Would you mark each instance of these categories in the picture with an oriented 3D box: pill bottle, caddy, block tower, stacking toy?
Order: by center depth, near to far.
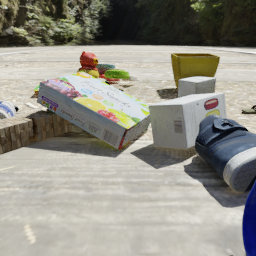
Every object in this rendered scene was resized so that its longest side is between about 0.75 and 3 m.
[{"bbox_3d":[2.125,0.883,3.021,1.204,2.293,1.621,13,16,-15],"label":"caddy"},{"bbox_3d":[-2.707,0.026,7.483,0.712,0.665,2.461,15,24,37],"label":"block tower"},{"bbox_3d":[-3.836,-0.377,8.417,0.779,0.779,1.404,-4,20,-10],"label":"pill bottle"},{"bbox_3d":[-0.972,-3.087,14.199,2.584,1.205,2.854,3,4,19],"label":"stacking toy"}]

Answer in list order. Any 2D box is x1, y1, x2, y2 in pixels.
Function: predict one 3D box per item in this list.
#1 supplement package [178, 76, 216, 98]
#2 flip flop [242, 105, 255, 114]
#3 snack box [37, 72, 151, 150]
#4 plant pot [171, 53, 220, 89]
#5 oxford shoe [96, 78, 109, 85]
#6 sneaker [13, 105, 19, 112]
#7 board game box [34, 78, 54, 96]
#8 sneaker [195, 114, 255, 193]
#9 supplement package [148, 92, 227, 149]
[{"bbox_3d":[2.907,-1.646,11.781,1.509,0.885,0.882,-18,27,-41],"label":"supplement package"},{"bbox_3d":[4.567,-0.694,10.020,1.006,0.289,0.408,-2,20,-5],"label":"flip flop"},{"bbox_3d":[-0.844,-0.636,8.017,2.793,0.740,1.987,29,28,16],"label":"snack box"},{"bbox_3d":[3.085,-2.625,13.315,1.909,1.684,1.909,-1,20,-1],"label":"plant pot"},{"bbox_3d":[-1.398,-2.175,13.706,0.617,0.592,1.672,8,21,14],"label":"oxford shoe"},{"bbox_3d":[-4.290,-0.685,10.017,0.752,0.275,0.421,-16,24,-40],"label":"sneaker"},{"bbox_3d":[-3.542,-2.008,13.512,1.386,0.435,2.902,-2,18,-4],"label":"board game box"},{"bbox_3d":[2.827,0.299,6.134,2.767,1.052,1.999,-7,24,-16],"label":"sneaker"},{"bbox_3d":[1.627,-0.255,7.323,1.950,1.109,1.068,-18,14,-41],"label":"supplement package"}]
